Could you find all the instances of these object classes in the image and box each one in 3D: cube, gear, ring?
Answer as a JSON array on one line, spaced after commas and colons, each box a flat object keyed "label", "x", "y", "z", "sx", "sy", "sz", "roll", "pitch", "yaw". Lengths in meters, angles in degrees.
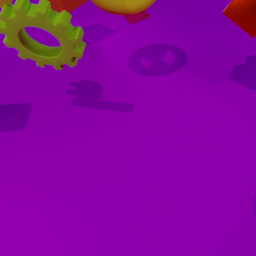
[{"label": "cube", "x": 3.009, "y": -2.912, "z": 6.630, "sx": 0.962, "sy": 0.962, "sz": 0.962, "roll": 41, "pitch": 42, "yaw": 3}, {"label": "gear", "x": -1.743, "y": -1.847, "z": 5.713, "sx": 1.692, "sy": 1.692, "sz": 0.313, "roll": 8, "pitch": 65, "yaw": 7}, {"label": "ring", "x": -0.131, "y": -3.774, "z": 7.021, "sx": 2.051, "sy": 0.410, "sz": 2.051, "roll": 0, "pitch": 79, "yaw": -2}, {"label": "cube", "x": -2.162, "y": -4.610, "z": 9.169, "sx": 1.120, "sy": 1.120, "sz": 1.120, "roll": 32, "pitch": 59, "yaw": 22}]

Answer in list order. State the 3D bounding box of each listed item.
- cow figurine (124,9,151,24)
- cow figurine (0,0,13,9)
[{"label": "cow figurine", "x": 0.130, "y": -3.552, "z": 7.682, "sx": 1.331, "sy": 0.743, "sz": 1.353, "roll": 20, "pitch": 84, "yaw": 27}, {"label": "cow figurine", "x": -2.597, "y": -2.869, "z": 5.160, "sx": 1.377, "sy": 1.355, "sz": 0.756, "roll": 7, "pitch": 78, "yaw": -41}]
